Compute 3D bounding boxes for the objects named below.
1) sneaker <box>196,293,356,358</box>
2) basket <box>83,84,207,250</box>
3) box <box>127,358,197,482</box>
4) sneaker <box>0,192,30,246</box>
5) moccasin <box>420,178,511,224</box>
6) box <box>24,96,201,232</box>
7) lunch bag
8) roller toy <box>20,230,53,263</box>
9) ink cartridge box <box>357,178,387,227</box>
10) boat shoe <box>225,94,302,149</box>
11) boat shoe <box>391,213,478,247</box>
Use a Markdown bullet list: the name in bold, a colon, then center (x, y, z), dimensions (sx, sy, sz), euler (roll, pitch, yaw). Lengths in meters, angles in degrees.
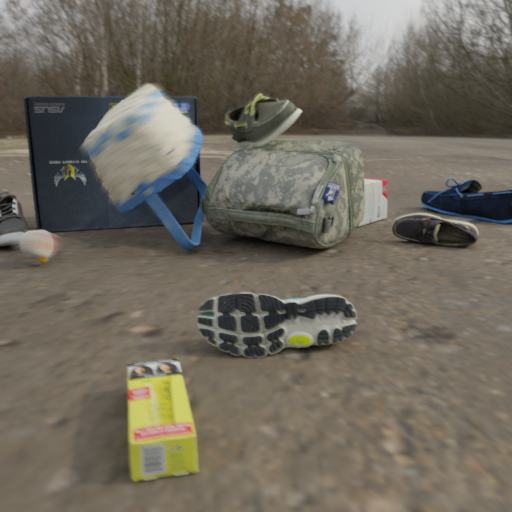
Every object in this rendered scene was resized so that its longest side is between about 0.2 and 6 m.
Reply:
- **sneaker**: center (0.231, 0.817, 6.732), dimensions (1.912, 0.741, 0.762), euler (2, -3, -11)
- **basket**: center (-1.882, -1.727, 11.052), dimensions (1.951, 2.805, 2.473), euler (-31, 26, 19)
- **box**: center (-0.866, 1.375, 4.935), dimensions (0.537, 0.358, 1.427), euler (-3, 16, -12)
- **sneaker**: center (-5.286, -0.812, 11.700), dimensions (0.929, 0.988, 2.412), euler (-9, 18, -29)
- **moccasin**: center (5.524, -1.502, 14.282), dimensions (1.118, 0.947, 2.779), euler (-13, 20, -40)
- **box**: center (-3.189, -2.152, 12.874), dimensions (3.737, 2.947, 0.953), euler (-4, 16, -16)
- **lunch bag**: center (0.622, -1.176, 11.441), dimensions (2.873, 2.002, 2.409), euler (9, 30, 29)
- **roller toy**: center (-3.847, -0.196, 9.859), dimensions (0.380, 0.544, 0.496), euler (-4, -25, 26)
- **ink cartridge box**: center (2.425, -1.327, 13.558), dimensions (0.978, 0.983, 1.353), euler (11, 18, 39)
- **boat shoe**: center (0.044, -2.867, 11.749), dimensions (0.998, 0.835, 2.792), euler (-42, 17, -12)
- **boat shoe**: center (3.611, -0.498, 11.329), dimensions (1.706, 0.614, 0.553), euler (10, 12, 13)
